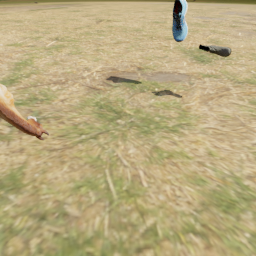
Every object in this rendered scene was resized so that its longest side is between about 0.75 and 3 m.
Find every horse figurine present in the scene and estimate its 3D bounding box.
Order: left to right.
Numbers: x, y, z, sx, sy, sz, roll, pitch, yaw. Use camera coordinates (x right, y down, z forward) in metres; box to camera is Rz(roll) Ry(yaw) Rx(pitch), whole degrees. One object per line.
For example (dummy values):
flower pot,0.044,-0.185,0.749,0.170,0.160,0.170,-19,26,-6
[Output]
horse figurine,-2.245,-0.803,4.094,0.601,2.407,1.595,-37,54,-10

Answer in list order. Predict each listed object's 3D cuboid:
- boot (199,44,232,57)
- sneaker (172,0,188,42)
boot,2.870,-2.580,9.314,0.637,0.330,0.976,-6,24,-36
sneaker,1.797,-3.920,10.185,0.605,1.543,0.694,1,10,28
